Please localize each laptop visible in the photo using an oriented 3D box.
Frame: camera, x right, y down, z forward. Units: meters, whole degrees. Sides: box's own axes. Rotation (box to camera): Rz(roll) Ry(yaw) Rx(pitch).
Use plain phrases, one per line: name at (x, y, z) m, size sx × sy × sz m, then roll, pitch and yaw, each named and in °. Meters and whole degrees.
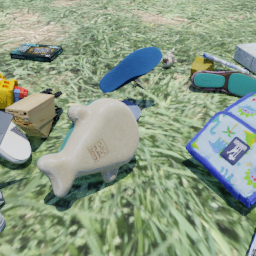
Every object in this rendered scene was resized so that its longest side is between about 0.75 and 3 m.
laptop at (-3.230, 0.263, 5.619) m, size 1.446 × 1.354 × 0.838 m, roll 19°, pitch 22°, yaw -35°

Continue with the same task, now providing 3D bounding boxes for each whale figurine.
whale figurine at (-1.023, 0.429, 7.048) m, size 2.808 × 2.234 × 1.457 m, roll -40°, pitch 26°, yaw -31°

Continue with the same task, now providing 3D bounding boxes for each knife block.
knife block at (-2.717, -0.753, 8.653) m, size 0.684 × 2.138 × 1.877 m, roll 6°, pitch 68°, yaw 9°

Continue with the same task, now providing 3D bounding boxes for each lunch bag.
lunch bag at (3.152, 0.526, 7.246) m, size 2.585 × 1.647 × 2.198 m, roll -30°, pitch 50°, yaw -16°

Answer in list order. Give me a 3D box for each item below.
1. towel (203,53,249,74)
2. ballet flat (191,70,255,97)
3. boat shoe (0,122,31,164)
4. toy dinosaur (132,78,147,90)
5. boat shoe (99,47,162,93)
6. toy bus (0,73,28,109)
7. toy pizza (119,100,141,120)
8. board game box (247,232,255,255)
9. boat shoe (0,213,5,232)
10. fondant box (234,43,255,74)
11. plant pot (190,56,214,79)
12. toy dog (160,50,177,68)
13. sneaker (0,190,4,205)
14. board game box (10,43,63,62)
towel at (4.031, -2.669, 11.694) m, size 1.905 × 0.227 × 1.399 m, roll 23°, pitch 20°, yaw 2°
ballet flat at (3.795, -1.797, 10.853) m, size 2.668 × 0.922 × 0.949 m, roll 9°, pitch 19°, yaw 12°
boat shoe at (-3.867, 0.239, 8.033) m, size 2.633 × 0.902 × 0.948 m, roll 36°, pitch 31°, yaw 10°
toy dinosaur at (0.334, -1.831, 11.315) m, size 0.466 × 0.251 × 1.056 m, roll -9°, pitch 42°, yaw -22°
boat shoe at (0.035, -2.021, 9.442) m, size 2.335 × 0.983 × 0.802 m, roll -25°, pitch 6°, yaw 8°
toy bus at (-4.448, -1.374, 10.121) m, size 1.603 × 1.133 × 1.670 m, roll 2°, pitch 33°, yaw -19°
toy pizza at (-0.250, -0.518, 9.617) m, size 1.389 × 0.220 × 1.389 m, roll 1°, pitch 38°, yaw -1°
board game box at (3.283, 2.556, 5.542) m, size 1.552 × 0.338 × 1.560 m, roll 23°, pitch 43°, yaw 27°
boat shoe at (-3.653, 1.959, 5.951) m, size 1.840 × 0.785 × 0.680 m, roll -1°, pitch 38°, yaw -2°
fondant box at (6.220, -2.993, 12.394) m, size 1.817 × 0.734 × 2.519 m, roll -11°, pitch 40°, yaw -14°
plant pot at (3.000, -2.352, 11.590) m, size 0.806 × 0.806 × 0.711 m, roll 28°, pitch 57°, yaw 31°
toy dog at (1.802, -3.076, 12.659) m, size 0.797 × 0.574 × 0.822 m, roll -3°, pitch 37°, yaw 17°
sneaker at (-3.774, 1.111, 6.664) m, size 1.833 × 1.193 × 0.732 m, roll 27°, pitch 44°, yaw 35°
board game box at (-4.434, -3.699, 13.664) m, size 2.087 × 0.294 × 1.412 m, roll 9°, pitch 39°, yaw 11°
